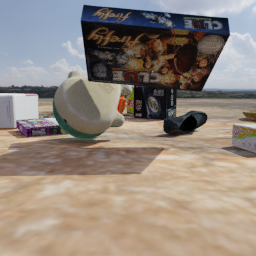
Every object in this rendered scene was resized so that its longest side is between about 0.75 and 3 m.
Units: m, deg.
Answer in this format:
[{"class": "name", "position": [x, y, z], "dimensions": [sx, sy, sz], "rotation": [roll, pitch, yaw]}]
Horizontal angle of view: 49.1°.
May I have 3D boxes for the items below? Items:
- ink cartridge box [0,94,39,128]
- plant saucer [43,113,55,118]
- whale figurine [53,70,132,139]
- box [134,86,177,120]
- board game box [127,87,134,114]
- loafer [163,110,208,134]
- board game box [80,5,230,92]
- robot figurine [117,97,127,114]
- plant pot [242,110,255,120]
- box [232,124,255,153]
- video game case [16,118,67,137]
[{"class": "ink cartridge box", "position": [-4.828, -0.654, 9.923], "dimensions": [2.658, 1.121, 1.924], "rotation": [1, 8, 6]}, {"class": "plant saucer", "position": [-2.215, -0.362, 10.674], "dimensions": [2.259, 0.389, 2.259], "rotation": [-1, 7, 0]}, {"class": "whale figurine", "position": [-0.886, -0.651, 7.224], "dimensions": [1.231, 1.888, 2.373], "rotation": [-47, 0, 45]}, {"class": "box", "position": [1.177, -1.179, 12.471], "dimensions": [1.854, 1.518, 0.798], "rotation": [8, 11, 42]}, {"class": "board game box", "position": [1.152, -1.434, 14.591], "dimensions": [0.685, 1.462, 2.879], "rotation": [-7, 10, -43]}, {"class": "loafer", "position": [1.801, -0.135, 8.173], "dimensions": [1.833, 0.622, 0.644], "rotation": [-13, 18, -40]}, {"class": "board game box", "position": [0.459, -1.551, 5.832], "dimensions": [2.684, 0.464, 1.818], "rotation": [5, -27, -1]}, {"class": "robot figurine", "position": [-0.964, -1.140, 13.178], "dimensions": [1.606, 1.302, 2.233], "rotation": [-29, 22, -26]}, {"class": "plant pot", "position": [6.286, -0.519, 11.915], "dimensions": [2.680, 0.368, 2.680], "rotation": [0, 8, 0]}, {"class": "box", "position": [2.677, 0.203, 5.841], "dimensions": [0.545, 0.491, 0.969], "rotation": [-1, 7, -13]}, {"class": "video game case", "position": [-2.448, -0.049, 8.351], "dimensions": [1.445, 0.285, 1.594], "rotation": [-4, 11, -31]}]
